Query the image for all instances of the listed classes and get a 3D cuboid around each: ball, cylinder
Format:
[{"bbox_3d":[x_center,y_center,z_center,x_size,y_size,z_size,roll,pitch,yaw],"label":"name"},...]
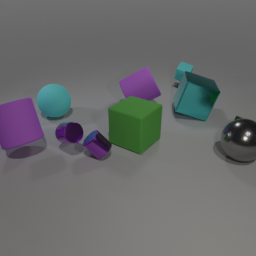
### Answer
[{"bbox_3d":[3.737,0.388,9.085,1.400,1.400,1.400,0,29,0],"label":"ball"},{"bbox_3d":[-3.699,-0.160,9.327,1.400,1.400,1.400,-16,8,2],"label":"cylinder"},{"bbox_3d":[-1.932,0.160,9.207,0.700,0.700,0.700,-24,13,-36],"label":"cylinder"},{"bbox_3d":[-3.101,-1.143,11.785,1.400,1.400,1.400,0,29,0],"label":"ball"},{"bbox_3d":[-1.016,0.545,9.264,0.700,0.700,0.700,-36,24,19],"label":"cylinder"},{"bbox_3d":[0.544,-1.760,12.325,1.400,1.400,1.400,-27,28,10],"label":"cylinder"}]

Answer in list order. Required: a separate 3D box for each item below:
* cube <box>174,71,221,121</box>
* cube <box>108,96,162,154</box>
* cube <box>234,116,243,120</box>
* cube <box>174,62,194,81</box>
[{"bbox_3d":[2.860,-1.377,11.887,1.400,1.400,1.400,17,30,-4],"label":"cube"},{"bbox_3d":[0.268,-0.154,10.038,1.400,1.400,1.400,19,34,30],"label":"cube"},{"bbox_3d":[4.090,0.016,10.053,0.700,0.700,0.700,28,15,23],"label":"cube"},{"bbox_3d":[2.883,-2.864,14.465,0.700,0.700,0.700,24,52,14],"label":"cube"}]
